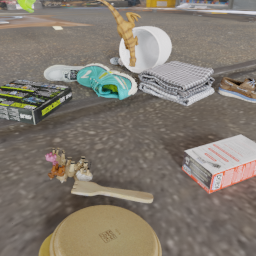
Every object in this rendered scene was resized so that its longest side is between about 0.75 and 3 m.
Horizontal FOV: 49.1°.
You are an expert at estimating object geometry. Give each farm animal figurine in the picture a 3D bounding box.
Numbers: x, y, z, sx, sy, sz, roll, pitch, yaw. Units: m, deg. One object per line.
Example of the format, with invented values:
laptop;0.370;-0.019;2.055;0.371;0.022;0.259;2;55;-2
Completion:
farm animal figurine;-1.253;0.849;5.819;0.971;0.512;0.982;7;19;-13

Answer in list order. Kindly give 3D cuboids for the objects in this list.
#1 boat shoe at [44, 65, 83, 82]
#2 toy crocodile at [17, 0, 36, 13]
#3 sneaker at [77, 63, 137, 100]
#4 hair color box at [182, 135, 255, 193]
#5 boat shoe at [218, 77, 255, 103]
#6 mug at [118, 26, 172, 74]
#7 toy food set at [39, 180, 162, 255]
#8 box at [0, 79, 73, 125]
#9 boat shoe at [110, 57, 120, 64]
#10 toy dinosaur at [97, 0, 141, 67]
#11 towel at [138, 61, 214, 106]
boat shoe;-2.445;-2.208;11.377;1.837;0.641;0.654;-7;24;-20
toy crocodile;-1.936;-3.699;6.957;1.999;0.617;0.675;-36;-11;2
sneaker;-0.917;-1.635;10.036;2.558;0.991;1.019;18;41;30
hair color box;2.104;0.713;5.986;1.648;0.527;0.914;-12;30;-24
boat shoe;4.104;-1.358;9.726;1.868;0.676;0.675;14;31;25
mug;0.711;-3.510;12.847;2.596;1.917;2.276;-20;10;33
toy food set;-0.380;1.778;4.149;1.743;0.507;2.524;9;23;2
box;-3.335;-0.935;9.108;2.286;0.543;2.207;10;31;16
boat shoe;-0.530;-3.336;13.940;0.933;0.336;0.289;-16;10;-37
toy dinosaur;-0.106;-2.536;6.951;0.622;2.061;1.094;-14;33;29
towel;1.758;-1.704;10.081;1.858;0.960;2.245;-25;37;-37
